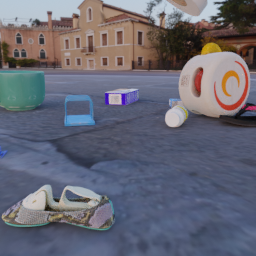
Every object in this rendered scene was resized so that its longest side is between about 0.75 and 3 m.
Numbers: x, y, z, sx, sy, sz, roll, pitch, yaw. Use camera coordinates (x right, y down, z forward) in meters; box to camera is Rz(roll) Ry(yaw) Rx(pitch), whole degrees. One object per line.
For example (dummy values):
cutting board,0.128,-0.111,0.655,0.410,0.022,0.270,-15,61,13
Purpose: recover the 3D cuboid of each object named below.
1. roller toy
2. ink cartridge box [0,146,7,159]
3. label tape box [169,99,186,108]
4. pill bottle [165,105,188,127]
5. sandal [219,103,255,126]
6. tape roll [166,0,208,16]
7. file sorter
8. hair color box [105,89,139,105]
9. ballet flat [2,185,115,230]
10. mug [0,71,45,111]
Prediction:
roller toy,3.014,-1.560,10.044,2.219,2.433,1.700,-43,26,-16
ink cartridge box,-3.081,0.527,5.983,0.841,0.177,0.502,0,14,-7
label tape box,2.390,-1.107,12.506,1.007,0.333,0.721,2,14,-1
pill bottle,1.508,-0.357,8.776,0.586,0.586,1.040,5,14,21
sandal,4.383,-0.470,9.037,2.998,0.676,1.126,-1,13,-3
tape roll,1.346,-3.958,7.975,2.056,0.376,2.056,35,11,-8
file sorter,-1.639,-0.615,9.346,0.939,0.830,1.354,-2,13,-12
hair color box,-0.260,-1.549,13.733,1.069,0.634,1.955,4,12,19
ballet flat,-0.870,0.950,3.499,1.432,0.515,0.515,1,13,6
mug,-4.775,-1.573,11.747,2.517,1.557,2.068,-4,15,-17
